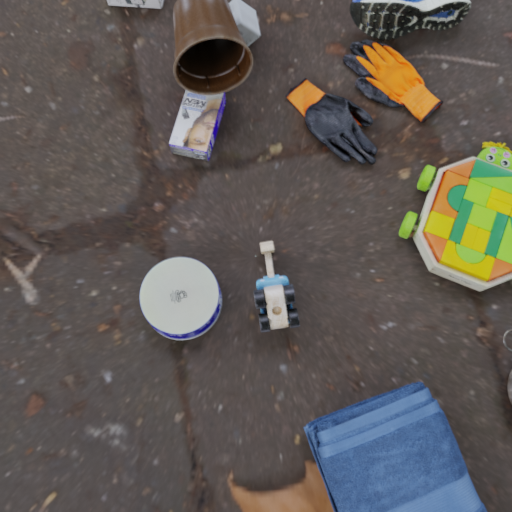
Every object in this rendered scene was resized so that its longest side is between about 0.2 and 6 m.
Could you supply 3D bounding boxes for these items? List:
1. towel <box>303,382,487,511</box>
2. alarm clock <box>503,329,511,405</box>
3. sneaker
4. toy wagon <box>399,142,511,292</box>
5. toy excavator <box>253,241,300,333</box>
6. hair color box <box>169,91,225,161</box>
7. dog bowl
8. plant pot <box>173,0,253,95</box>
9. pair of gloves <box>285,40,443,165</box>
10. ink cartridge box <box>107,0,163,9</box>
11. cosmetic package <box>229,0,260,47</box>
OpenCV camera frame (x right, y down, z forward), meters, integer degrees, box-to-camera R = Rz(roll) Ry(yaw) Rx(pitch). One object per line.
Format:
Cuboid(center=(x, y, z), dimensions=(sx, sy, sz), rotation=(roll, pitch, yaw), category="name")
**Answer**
Cuboid(center=(2.395, 4.060, 8.430), dimensions=(2.175, 0.946, 3.896), rotation=(-19, 72, -6), category="towel")
Cuboid(center=(4.729, 2.056, 9.213), dimensions=(1.296, 0.639, 1.921), rotation=(-29, 77, -8), category="alarm clock")
Cuboid(center=(3.041, -5.159, 11.417), dimensions=(2.444, 0.960, 1.090), rotation=(-8, 66, -11), category="sneaker")
Cuboid(center=(4.054, -0.909, 10.163), dimensions=(2.324, 0.593, 2.996), rotation=(22, 74, 7), category="toy wagon")
Cuboid(center=(0.272, 0.513, 9.683), dimensions=(0.672, 1.345, 1.308), rotation=(-10, 107, -1), category="toy excavator")
Cuboid(center=(-1.115, -2.577, 10.774), dimensions=(0.751, 0.445, 1.373), rotation=(13, 75, 3), category="hair color box")
Cuboid(center=(-1.295, 0.737, 9.675), dimensions=(1.376, 0.542, 1.376), rotation=(0, 73, 0), category="dog bowl")
Cuboid(center=(-0.907, -3.997, 10.328), dimensions=(1.447, 1.447, 1.433), rotation=(-11, 66, -4), category="plant pot")
Cuboid(center=(2.112, -3.068, 10.996), dimensions=(2.541, 0.314, 2.264), rotation=(-39, 77, -10), category="pair of gloves")
Cuboid(center=(-2.521, -5.690, 11.720), dimensions=(1.147, 0.482, 0.834), rotation=(4, 73, 1), category="ink cartridge box")
Cuboid(center=(-0.351, -4.606, 11.179), dimensions=(0.587, 0.583, 0.701), rotation=(-28, 61, 38), category="cosmetic package")
